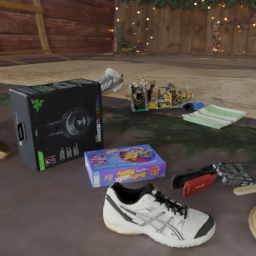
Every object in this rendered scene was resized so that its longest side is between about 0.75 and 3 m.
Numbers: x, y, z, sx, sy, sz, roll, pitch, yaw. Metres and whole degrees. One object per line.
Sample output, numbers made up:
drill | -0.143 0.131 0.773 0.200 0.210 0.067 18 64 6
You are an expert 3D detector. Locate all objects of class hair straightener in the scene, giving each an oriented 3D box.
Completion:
hair straightener | 1.895 1.110 7.136 2.233 0.457 0.859 -14 24 -35

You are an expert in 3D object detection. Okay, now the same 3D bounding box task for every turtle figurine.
turtle figurine | 3.022 -1.864 15.194 1.120 0.831 1.155 4 16 23

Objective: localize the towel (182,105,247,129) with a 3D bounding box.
towel | 3.798 -0.551 12.215 2.429 0.284 1.853 -17 26 -40

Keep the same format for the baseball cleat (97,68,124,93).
baseball cleat | -1.519 -2.774 16.709 2.885 1.536 1.006 -18 32 -38

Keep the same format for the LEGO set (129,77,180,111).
LEGO set | 1.146 -1.882 13.355 2.613 1.514 2.009 1 33 20

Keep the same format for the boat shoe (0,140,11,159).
boat shoe | -4.706 0.561 8.333 2.357 0.760 0.840 17 11 -3

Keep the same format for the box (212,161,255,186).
box | 2.624 1.141 6.977 0.851 0.185 0.682 7 30 -19

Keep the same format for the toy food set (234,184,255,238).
toy food set | 3.091 1.885 5.101 1.664 0.484 2.410 -8 25 -1

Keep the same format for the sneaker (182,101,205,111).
sneaker | 3.135 -1.032 13.346 1.104 0.424 0.614 -1 13 10

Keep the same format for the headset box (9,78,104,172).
headset box | -2.070 -0.184 8.223 2.501 2.178 1.160 -17 25 -39

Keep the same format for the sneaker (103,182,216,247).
sneaker | 0.562 1.535 5.215 2.134 0.936 0.807 5 18 9

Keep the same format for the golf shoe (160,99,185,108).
golf shoe | 2.200 -1.205 14.044 1.272 0.498 0.619 4 0 -1

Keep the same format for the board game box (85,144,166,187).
board game box | -0.120 0.970 7.584 1.920 0.430 1.291 -5 20 -15

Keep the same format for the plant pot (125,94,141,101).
plant pot | 0.530 -1.729 15.753 1.408 0.194 1.408 0 20 0
